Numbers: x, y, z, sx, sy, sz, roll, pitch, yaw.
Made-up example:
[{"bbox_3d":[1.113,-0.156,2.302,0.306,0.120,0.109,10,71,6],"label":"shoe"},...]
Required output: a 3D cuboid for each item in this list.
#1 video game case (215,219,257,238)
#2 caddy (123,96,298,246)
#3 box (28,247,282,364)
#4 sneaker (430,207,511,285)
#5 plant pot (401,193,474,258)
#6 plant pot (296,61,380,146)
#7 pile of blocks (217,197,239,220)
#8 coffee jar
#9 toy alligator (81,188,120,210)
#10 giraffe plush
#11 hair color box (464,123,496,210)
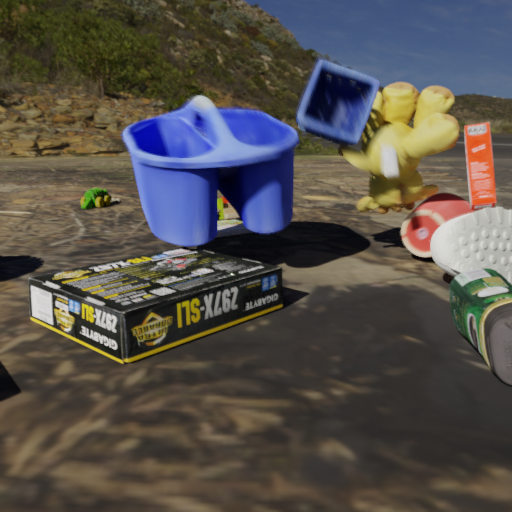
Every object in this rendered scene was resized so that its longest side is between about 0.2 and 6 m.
[{"bbox_3d":[-0.865,-0.647,13.225,1.494,0.171,1.360,-10,16,-33],"label":"video game case"},{"bbox_3d":[-0.791,-1.654,9.303,2.585,1.919,3.656,-10,26,-15],"label":"caddy"},{"bbox_3d":[-1.235,0.483,7.292,2.078,0.642,2.602,9,16,41],"label":"box"},{"bbox_3d":[3.893,-0.144,9.268,3.366,1.286,1.355,-4,1,-34],"label":"sneaker"},{"bbox_3d":[3.294,-0.499,10.307,1.223,1.223,1.082,11,19,39],"label":"plant pot"},{"bbox_3d":[1.237,-2.342,8.886,1.029,1.029,0.925,20,1,-1],"label":"plant pot"},{"bbox_3d":[-1.478,-1.200,13.953,2.260,0.702,0.928,-7,5,-12],"label":"pile of blocks"},{"bbox_3d":[2.558,0.703,5.845,0.674,0.824,1.580,-12,12,7],"label":"coffee jar"},{"bbox_3d":[-4.885,-1.866,17.598,0.632,0.578,2.131,3,13,14],"label":"toy alligator"},{"bbox_3d":[2.454,-1.627,9.681,1.903,1.789,2.206,12,60,23],"label":"giraffe plush"},{"bbox_3d":[3.643,-1.434,9.120,0.395,1.291,0.655,-6,-5,20],"label":"hair color box"}]
